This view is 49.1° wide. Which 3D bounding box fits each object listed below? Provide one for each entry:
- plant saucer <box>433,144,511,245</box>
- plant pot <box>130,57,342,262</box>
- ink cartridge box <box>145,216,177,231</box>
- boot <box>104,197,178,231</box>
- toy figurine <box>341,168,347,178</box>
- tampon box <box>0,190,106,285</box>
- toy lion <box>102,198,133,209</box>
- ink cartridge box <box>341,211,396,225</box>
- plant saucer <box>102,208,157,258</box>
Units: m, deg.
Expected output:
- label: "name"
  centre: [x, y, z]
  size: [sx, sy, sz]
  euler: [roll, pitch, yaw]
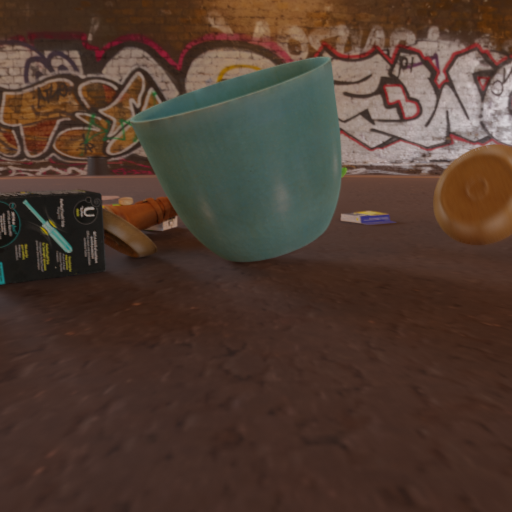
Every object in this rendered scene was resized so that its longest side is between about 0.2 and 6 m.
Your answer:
- label: "plant saucer"
  centre: [3.521, -1.015, 8.825]
  size: [1.674, 1.674, 0.296]
  euler: [11, -6, 45]
- label: "plant pot"
  centre: [-0.070, -1.501, 9.382]
  size: [3.319, 2.664, 3.319]
  euler: [-15, 22, 6]
- label: "ink cartridge box"
  centre: [-2.363, -0.830, 13.713]
  size: [0.583, 0.337, 0.802]
  euler: [3, 11, 16]
- label: "boot"
  centre: [-2.400, -0.884, 12.240]
  size: [1.630, 0.805, 2.099]
  euler: [-17, 0, -10]
- label: "toy figurine"
  centre: [1.273, -1.969, 12.289]
  size: [1.146, 1.055, 0.860]
  euler: [-48, 17, -31]
- label: "tampon box"
  centre: [-3.273, -0.335, 8.476]
  size: [1.659, 1.243, 1.047]
  euler: [-7, 13, -35]
- label: "toy lion"
  centre: [-4.074, -1.160, 15.269]
  size: [1.696, 0.582, 1.626]
  euler: [0, 18, 0]
- label: "ink cartridge box"
  centre: [3.028, -1.028, 15.108]
  size: [1.059, 0.252, 1.072]
  euler: [-6, 10, -31]
- label: "plant saucer"
  centre: [-2.433, -0.369, 9.641]
  size: [1.527, 0.270, 1.527]
  euler: [26, -17, 9]
